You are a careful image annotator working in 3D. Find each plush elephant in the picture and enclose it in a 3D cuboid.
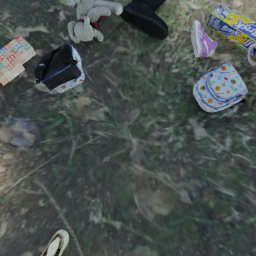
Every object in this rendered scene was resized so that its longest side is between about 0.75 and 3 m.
[{"bbox_3d":[-1.314,-3.702,9.846,1.946,1.507,1.603,-5,22,-35],"label":"plush elephant"}]

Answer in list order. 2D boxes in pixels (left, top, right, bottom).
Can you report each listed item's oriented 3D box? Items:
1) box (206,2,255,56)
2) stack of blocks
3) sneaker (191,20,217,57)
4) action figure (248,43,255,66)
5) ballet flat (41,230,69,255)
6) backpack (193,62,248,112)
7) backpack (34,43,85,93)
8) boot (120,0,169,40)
[{"bbox_3d":[3.989,-3.570,10.117,2.140,0.688,0.750,39,75,12],"label":"box"},{"bbox_3d":[-4.058,-2.370,9.788,0.932,0.474,1.619,43,75,14],"label":"stack of blocks"},{"bbox_3d":[2.760,-3.206,10.127,0.824,0.524,1.446,-3,77,-7],"label":"sneaker"},{"bbox_3d":[5.660,-2.182,9.429,2.563,1.717,1.908,-23,45,-4],"label":"action figure"},{"bbox_3d":[-2.212,3.612,7.576,0.603,0.557,1.787,22,72,8],"label":"ballet flat"},{"bbox_3d":[2.934,-1.253,9.070,1.487,1.203,1.562,-31,76,0],"label":"backpack"},{"bbox_3d":[-1.640,-1.547,7.115,1.185,0.913,1.129,-19,53,13],"label":"backpack"},{"bbox_3d":[0.920,-4.409,10.419,2.126,0.787,1.742,32,69,11],"label":"boot"}]
